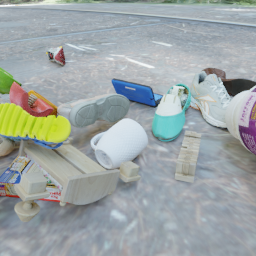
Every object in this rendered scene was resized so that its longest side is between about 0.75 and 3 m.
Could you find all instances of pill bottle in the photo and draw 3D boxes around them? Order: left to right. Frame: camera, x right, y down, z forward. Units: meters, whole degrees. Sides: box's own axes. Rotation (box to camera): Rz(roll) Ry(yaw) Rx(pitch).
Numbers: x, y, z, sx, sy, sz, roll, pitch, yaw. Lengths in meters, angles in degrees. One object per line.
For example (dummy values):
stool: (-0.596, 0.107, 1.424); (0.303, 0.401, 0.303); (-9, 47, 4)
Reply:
pill bottle: (3.144, -0.103, 5.333); (1.684, 1.684, 2.999); (-5, 8, -9)

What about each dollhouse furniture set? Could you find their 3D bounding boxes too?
dollhouse furniture set: (-1.698, 0.969, 5.301); (2.900, 1.416, 2.473); (1, 21, -46)

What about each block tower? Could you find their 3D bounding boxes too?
block tower: (1.350, 0.577, 6.176); (0.396, 0.424, 1.465); (8, 31, 15)

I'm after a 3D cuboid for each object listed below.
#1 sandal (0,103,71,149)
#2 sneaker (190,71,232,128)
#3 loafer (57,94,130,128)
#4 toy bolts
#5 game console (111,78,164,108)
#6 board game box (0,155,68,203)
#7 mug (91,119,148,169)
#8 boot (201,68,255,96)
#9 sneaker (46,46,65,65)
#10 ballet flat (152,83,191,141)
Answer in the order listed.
sandal: (-1.776, 0.031, 5.080); (1.591, 0.692, 0.632); (17, 66, 6)
sneaker: (2.514, -0.896, 8.101); (0.945, 1.149, 2.497); (-11, 31, -20)
loafer: (-0.797, -0.537, 7.122); (0.692, 0.791, 2.200); (23, 22, 29)
toy bolts: (-2.896, -0.239, 7.113); (1.652, 2.275, 2.381); (-54, 42, -2)
game console: (0.401, -1.278, 9.146); (1.486, 1.269, 0.880); (17, 61, 29)
board game box: (-1.664, 0.929, 5.595); (1.461, 0.338, 1.107); (4, 29, 8)
mug: (-0.307, 0.361, 6.156); (1.145, 0.845, 1.004); (17, 41, 36)
boot: (3.674, -1.770, 10.336); (1.911, 0.659, 2.050); (7, 25, 8)
sneaker: (-3.399, -3.359, 13.160); (0.828, 0.785, 2.016); (-11, 21, -11)
ballet flat: (1.216, -0.621, 7.814); (0.880, 0.920, 2.614); (3, 28, 20)
